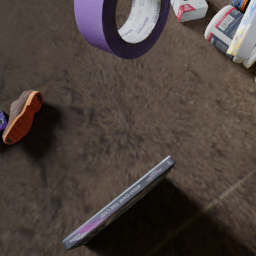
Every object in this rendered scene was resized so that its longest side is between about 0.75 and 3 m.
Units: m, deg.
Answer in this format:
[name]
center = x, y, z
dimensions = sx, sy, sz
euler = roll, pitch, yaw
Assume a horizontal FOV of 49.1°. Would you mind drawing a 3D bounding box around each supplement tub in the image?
[supplement tub]
center = 3.549, -2.935, 9.067
dimensions = 1.271, 1.271, 1.812
euler = -43, 76, -14

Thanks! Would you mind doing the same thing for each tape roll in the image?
[tape roll]
center = -0.053, -2.544, 5.859
dimensions = 0.863, 2.031, 2.031
euler = 32, 72, 34

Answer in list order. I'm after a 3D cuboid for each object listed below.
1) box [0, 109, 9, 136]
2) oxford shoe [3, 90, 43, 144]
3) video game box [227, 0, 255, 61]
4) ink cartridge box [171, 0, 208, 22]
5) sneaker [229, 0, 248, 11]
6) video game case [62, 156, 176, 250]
[box]
center = -4.117, -0.046, 8.520
dimensions = 0.953, 0.376, 0.673
euler = -27, 70, -9
[oxford shoe]
center = -3.315, -0.352, 8.558
dimensions = 0.677, 0.662, 1.856
euler = 15, 63, 21
[video game box]
center = 3.000, -2.494, 6.829
dimensions = 0.370, 1.440, 1.581
euler = 23, 110, 6
[ink cartridge box]
center = 2.119, -4.567, 10.029
dimensions = 0.975, 0.560, 1.342
euler = -15, 71, -5
[sneaker]
center = 4.065, -5.007, 10.200
dimensions = 0.619, 0.595, 1.579
euler = 11, 69, 9
[video game case]
center = -0.131, 1.884, 6.905
dimensions = 2.917, 2.084, 0.277
euler = -36, 74, -12
